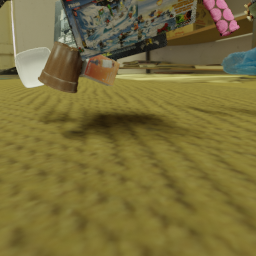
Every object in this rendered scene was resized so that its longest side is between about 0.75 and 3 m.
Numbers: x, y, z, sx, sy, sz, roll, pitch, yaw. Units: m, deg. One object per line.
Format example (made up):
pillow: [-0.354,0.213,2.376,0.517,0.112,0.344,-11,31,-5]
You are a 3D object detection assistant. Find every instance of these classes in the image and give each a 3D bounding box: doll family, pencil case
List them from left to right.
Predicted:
pencil case: [2.874,-3.657,8.834,0.729,1.606,0.752,-26,0,8]
doll family: [4.505,-3.584,8.669,0.903,2.302,1.330,-3,-23,-44]

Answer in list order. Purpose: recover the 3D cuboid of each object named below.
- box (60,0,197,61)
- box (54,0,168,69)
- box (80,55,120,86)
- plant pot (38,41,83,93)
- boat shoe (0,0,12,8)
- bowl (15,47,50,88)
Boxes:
box: [0.082,-2.620,5.616,2.760,1.890,0.550,-20,58,-6]
box: [-0.566,-2.919,7.731,2.955,2.331,0.754,-13,-30,9]
box: [-0.711,-1.478,7.046,0.814,0.620,0.433,17,1,-27]
plant pot: [-1.542,-1.482,6.734,0.994,0.984,0.994,21,16,-6]
boat shoe: [-3.699,-4.104,8.534,1.657,0.579,0.549,-24,-24,28]
bowl: [-2.790,-1.820,8.583,1.113,1.114,0.416,-18,5,-15]
